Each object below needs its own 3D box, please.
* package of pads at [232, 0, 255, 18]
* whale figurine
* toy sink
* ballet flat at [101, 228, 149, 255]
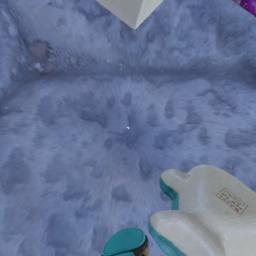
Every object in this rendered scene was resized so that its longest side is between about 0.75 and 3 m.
[{"bbox_3d":[3.126,-2.816,5.826,0.755,1.202,1.995,-18,52,-14],"label":"package of pads"},{"bbox_3d":[1.203,1.583,4.218,2.211,2.779,1.442,40,111,26],"label":"whale figurine"},{"bbox_3d":[0.116,-3.493,5.034,1.724,2.645,1.482,38,72,4],"label":"toy sink"},{"bbox_3d":[0.011,1.766,3.399,0.667,1.968,0.712,-13,81,-2],"label":"ballet flat"}]
